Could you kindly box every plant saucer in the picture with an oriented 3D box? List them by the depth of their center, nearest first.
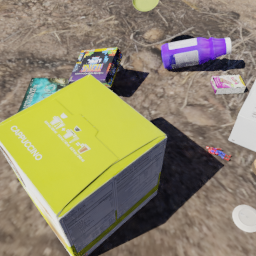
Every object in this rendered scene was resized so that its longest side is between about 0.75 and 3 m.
[{"bbox_3d":[0.733,-5.169,11.364,1.090,0.169,1.090,-3,77,11],"label":"plant saucer"}]

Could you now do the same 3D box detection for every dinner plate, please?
[{"bbox_3d":[3.396,2.555,7.974,0.804,0.097,0.804,-1,48,1],"label":"dinner plate"}]

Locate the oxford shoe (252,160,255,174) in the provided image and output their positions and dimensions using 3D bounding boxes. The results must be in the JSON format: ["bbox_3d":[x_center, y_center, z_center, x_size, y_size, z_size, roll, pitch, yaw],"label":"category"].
[{"bbox_3d":[5.429,1.240,8.492,2.893,1.031,1.032,8,49,4],"label":"oxford shoe"}]

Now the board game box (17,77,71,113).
[{"bbox_3d":[-3.212,-1.052,10.849,1.635,0.340,2.417,1,50,1],"label":"board game box"}]

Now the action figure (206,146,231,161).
[{"bbox_3d":[3.011,0.814,9.379,0.826,0.213,0.270,24,56,22],"label":"action figure"}]

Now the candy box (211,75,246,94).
[{"bbox_3d":[4.079,-1.781,11.449,1.180,0.360,0.805,-3,49,-3],"label":"candy box"}]

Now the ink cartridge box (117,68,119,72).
[{"bbox_3d":[-1.061,-2.504,12.063,1.211,0.305,0.660,-26,54,-5],"label":"ink cartridge box"}]

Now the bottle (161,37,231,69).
[{"bbox_3d":[2.809,-3.172,11.649,2.768,1.156,0.904,-7,66,14],"label":"bottle"}]

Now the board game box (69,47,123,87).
[{"bbox_3d":[-1.263,-2.348,10.908,1.820,0.516,1.504,5,65,32],"label":"board game box"}]

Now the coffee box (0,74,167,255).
[{"bbox_3d":[-1.161,0.988,7.397,2.989,2.956,2.985,-34,58,-25],"label":"coffee box"}]

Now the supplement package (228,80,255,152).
[{"bbox_3d":[4.668,-0.521,9.708,1.340,1.392,2.447,24,55,21],"label":"supplement package"}]
